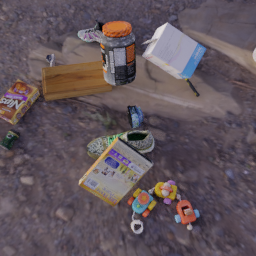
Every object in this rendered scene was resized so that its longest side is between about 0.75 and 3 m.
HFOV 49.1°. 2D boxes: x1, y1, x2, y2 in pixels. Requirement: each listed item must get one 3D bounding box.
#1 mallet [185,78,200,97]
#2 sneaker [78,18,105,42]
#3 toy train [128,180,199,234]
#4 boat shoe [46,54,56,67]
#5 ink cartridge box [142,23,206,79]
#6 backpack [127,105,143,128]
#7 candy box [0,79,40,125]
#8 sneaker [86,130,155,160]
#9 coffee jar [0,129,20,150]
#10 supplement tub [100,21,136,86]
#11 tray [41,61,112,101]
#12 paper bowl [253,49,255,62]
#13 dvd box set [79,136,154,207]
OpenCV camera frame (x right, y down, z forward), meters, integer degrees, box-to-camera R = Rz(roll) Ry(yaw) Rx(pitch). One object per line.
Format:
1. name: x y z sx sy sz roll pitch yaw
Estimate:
1. mallet: 2.484 -2.079 12.015 0.381 0.609 1.850 -28 81 -9
2. sneaker: -1.498 -4.467 12.700 1.718 1.202 0.668 11 63 6
3. toy train: 1.162 2.637 9.379 2.315 0.644 1.739 -10 63 -6
4. boat shoe: -3.466 -2.966 12.483 0.363 0.292 0.783 -5 57 8
5. ink cartridge box: 1.551 -2.838 10.285 1.973 1.268 1.235 29 93 -15
6. backpack: 0.301 -0.429 10.917 0.571 0.711 0.777 -9 68 -4
7. candy box: -4.518 -1.059 11.367 1.001 0.484 1.715 26 67 11
8. sneaker: -0.263 0.449 10.208 2.598 1.151 0.999 -11 63 -5
9. coffee jar: -4.492 0.429 10.679 0.412 0.337 0.791 24 66 13
10. supplement tub: -0.356 -2.843 10.736 1.324 2.161 1.324 -2 40 1
11. tray: -2.149 -2.034 11.764 2.762 0.511 1.362 -9 65 -7
12. paper bowl: 6.159 -3.138 12.323 1.270 0.661 1.270 0 62 0
13. dvd box set: -0.397 1.476 9.197 1.514 0.304 2.069 36 104 -17
